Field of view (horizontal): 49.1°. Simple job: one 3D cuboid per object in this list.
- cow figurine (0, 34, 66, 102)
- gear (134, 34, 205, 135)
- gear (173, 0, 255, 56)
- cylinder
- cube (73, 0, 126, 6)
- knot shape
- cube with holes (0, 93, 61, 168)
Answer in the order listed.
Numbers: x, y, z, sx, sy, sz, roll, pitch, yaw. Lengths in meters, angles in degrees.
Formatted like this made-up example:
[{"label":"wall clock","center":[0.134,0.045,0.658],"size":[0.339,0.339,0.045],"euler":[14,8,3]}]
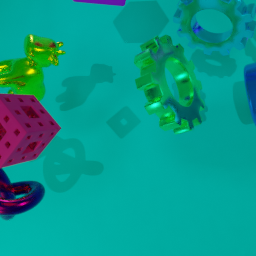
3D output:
[{"label":"cow figurine","center":[-2.125,-1.248,6.337],"size":[1.636,1.663,0.913],"euler":[-16,51,-7]},{"label":"gear","center":[0.835,-0.811,5.249],"size":[0.337,1.821,1.821],"euler":[-18,66,39]},{"label":"gear","center":[1.597,-1.985,5.242],"size":[1.473,1.473,0.273],"euler":[24,68,8]},{"label":"cylinder","center":[3.217,-0.776,5.649],"size":[1.393,1.393,1.393],"euler":[-11,68,30]},{"label":"cube","center":[-0.661,-3.573,6.159],"size":[1.203,1.203,1.203],"euler":[-4,49,-19]},{"label":"knot shape","center":[-2.609,1.251,5.514],"size":[1.838,1.720,0.849],"euler":[22,63,-9]},{"label":"cube with holes","center":[-1.557,0.017,3.951],"size":[0.700,0.700,0.700],"euler":[48,110,13]}]
